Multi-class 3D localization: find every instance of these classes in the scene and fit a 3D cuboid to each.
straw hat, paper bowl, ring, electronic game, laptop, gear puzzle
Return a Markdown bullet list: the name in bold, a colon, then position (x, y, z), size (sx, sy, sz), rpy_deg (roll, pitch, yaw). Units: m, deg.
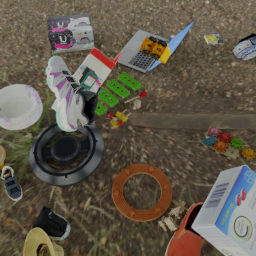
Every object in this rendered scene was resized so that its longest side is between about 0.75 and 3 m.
- **straw hat**: position (-2.256, 3.665, 8.012), size (0.719, 1.700, 1.700), rpy_deg (9, 43, -46)
- **paper bowl**: position (-4.255, -0.732, 10.853), size (1.841, 0.957, 1.841), rpy_deg (0, 56, 0)
- **ring**: position (0.472, 2.099, 9.420), size (2.031, 0.195, 2.031), rpy_deg (0, 55, 0)
- **electronic game**: position (-2.191, 0.792, 10.054), size (2.717, 0.565, 2.717), rpy_deg (-3, 58, 5)
- **laptop**: position (1.126, -3.894, 12.594), size (2.798, 1.622, 2.620), rpy_deg (25, 59, 16)
- **gear puzzle**: position (3.767, 0.629, 10.363), size (1.945, 0.255, 1.008), rpy_deg (28, 60, 17)

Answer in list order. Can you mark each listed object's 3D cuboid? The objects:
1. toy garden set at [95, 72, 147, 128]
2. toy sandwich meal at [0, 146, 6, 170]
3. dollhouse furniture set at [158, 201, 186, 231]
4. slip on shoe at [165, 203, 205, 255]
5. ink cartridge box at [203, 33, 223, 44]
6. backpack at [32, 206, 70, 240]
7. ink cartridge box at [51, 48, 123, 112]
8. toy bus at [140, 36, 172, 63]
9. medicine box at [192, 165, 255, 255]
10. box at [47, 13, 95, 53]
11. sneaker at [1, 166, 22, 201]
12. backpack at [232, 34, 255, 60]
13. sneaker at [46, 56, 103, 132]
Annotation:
- **toy garden set**: position (-0.321, -1.098, 11.442), size (2.297, 0.458, 1.915), rpy_deg (-38, 62, -23)
- **toy sandwich meal**: position (-4.932, 1.172, 9.911), size (1.373, 0.470, 1.373), rpy_deg (0, 53, 0)
- **dollhouse furniture set**: position (1.491, 2.817, 8.880), size (0.417, 0.729, 0.855), rpy_deg (55, 40, 1)
- **slip on shoe**: position (1.798, 3.327, 8.227), size (0.973, 0.804, 2.627), rpy_deg (26, 61, 14)
- **ink cartridge box**: position (4.209, -4.473, 13.853), size (0.789, 0.188, 0.799), rpy_deg (-8, 58, -5)
- **backpack**: position (-2.271, 2.972, 8.547), size (1.042, 0.660, 0.870), rpy_deg (18, 67, 12)
- **ink cartridge box**: position (-1.342, -1.555, 9.148), size (0.868, 1.500, 2.582), rpy_deg (36, 72, -14)
- **toy bus**: position (0.861, -2.231, 8.174), size (0.808, 0.776, 0.549), rpy_deg (32, 96, 29)
- **medicine box**: position (3.413, 2.644, 8.000), size (2.322, 1.195, 2.115), rpy_deg (40, 63, -2)
- **box**: position (-2.689, -4.485, 13.253), size (2.029, 1.164, 1.341), rpy_deg (-9, 57, -6)
- **sneaker**: position (-3.955, 1.842, 9.418), size (0.489, 0.495, 1.246), rpy_deg (-26, 61, -18)
- **backpack**: position (5.399, -3.595, 12.806), size (1.070, 1.123, 0.865), rpy_deg (-13, 70, -5)
- **sneaker**: position (-1.286, -1.003, 7.305), size (1.440, 2.058, 0.800), rpy_deg (-11, 6, 32)
